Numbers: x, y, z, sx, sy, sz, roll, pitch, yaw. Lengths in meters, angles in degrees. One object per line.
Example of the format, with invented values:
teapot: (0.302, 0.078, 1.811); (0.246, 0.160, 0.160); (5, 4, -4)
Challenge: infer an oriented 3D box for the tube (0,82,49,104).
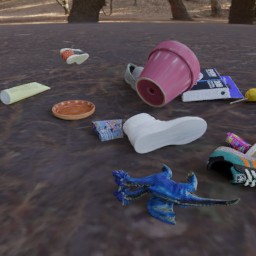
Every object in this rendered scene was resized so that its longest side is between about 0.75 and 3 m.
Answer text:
tube: (-4.738, -1.702, 12.964); (0.642, 0.717, 2.472); (-30, 6, 31)

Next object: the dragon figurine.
dragon figurine: (0.866, 1.498, 6.056); (2.672, 0.786, 1.329); (20, 32, 36)

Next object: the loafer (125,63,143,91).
loafer: (0.538, -2.538, 14.083); (1.023, 1.021, 2.927); (-11, 28, -21)

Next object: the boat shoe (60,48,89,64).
boat shoe: (-1.916, -2.637, 10.160); (0.467, 0.531, 1.492); (47, 24, 3)

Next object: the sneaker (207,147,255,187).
sneaker: (3.015, 1.146, 6.919); (2.185, 0.780, 0.873); (15, 36, 37)

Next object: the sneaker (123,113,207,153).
sneaker: (1.131, -0.097, 9.156); (2.590, 0.954, 1.497); (-11, 31, -19)

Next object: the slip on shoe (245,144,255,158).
slip on shoe: (3.870, 0.719, 7.913); (1.861, 0.708, 0.564); (-17, 54, -36)

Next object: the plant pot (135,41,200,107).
plant pot: (1.434, -2.001, 11.259); (2.252, 2.252, 2.016); (20, 56, 36)

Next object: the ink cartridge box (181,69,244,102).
ink cartridge box: (3.777, -2.121, 13.271); (2.700, 0.586, 2.675); (-2, 31, 4)

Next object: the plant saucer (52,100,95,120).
plant saucer: (-2.162, -0.710, 11.202); (1.674, 0.270, 1.674); (0, 27, 0)

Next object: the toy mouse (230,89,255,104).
toy mouse: (6.150, -1.397, 11.588); (2.764, 0.535, 2.457); (-13, 13, -25)

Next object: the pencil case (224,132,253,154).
pencil case: (3.382, 0.504, 8.547); (0.419, 0.419, 0.948); (-9, 27, -17)

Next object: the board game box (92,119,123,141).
board game box: (-0.595, 0.019, 9.632); (1.036, 0.320, 1.037); (-12, 28, -21)
